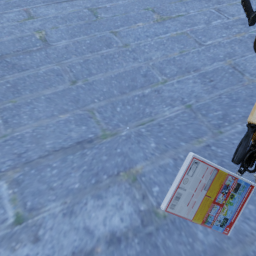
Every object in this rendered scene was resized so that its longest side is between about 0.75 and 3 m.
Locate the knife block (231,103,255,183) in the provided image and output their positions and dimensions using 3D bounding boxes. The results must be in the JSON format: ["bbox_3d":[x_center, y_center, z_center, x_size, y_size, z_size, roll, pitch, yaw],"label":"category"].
[{"bbox_3d":[2.064,-0.157,3.874,0.596,1.862,1.634,22,30,34],"label":"knife block"}]

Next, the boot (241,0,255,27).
[{"bbox_3d":[4.205,-4.136,9.595,0.329,0.825,1.001,-8,77,-1],"label":"boot"}]

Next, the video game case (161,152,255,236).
[{"bbox_3d":[1.378,1.141,4.697,1.454,1.040,0.127,26,4,-19],"label":"video game case"}]

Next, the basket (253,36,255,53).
[{"bbox_3d":[1.989,-1.290,3.732,0.535,0.709,0.787,28,52,12],"label":"basket"}]
